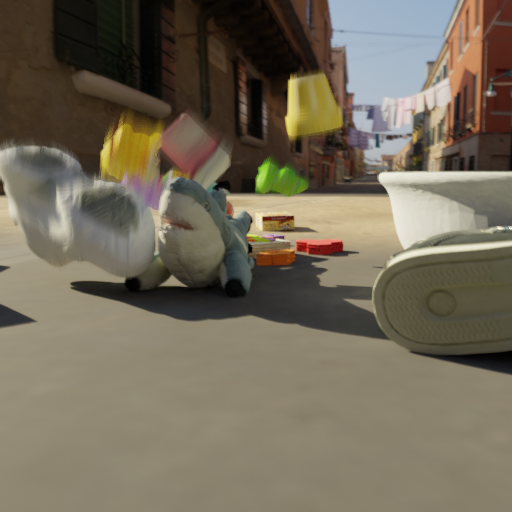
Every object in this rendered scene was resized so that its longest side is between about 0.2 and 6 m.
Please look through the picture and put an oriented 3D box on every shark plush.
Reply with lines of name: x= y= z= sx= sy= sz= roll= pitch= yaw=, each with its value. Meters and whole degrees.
shark plush: x=-0.393 y=-0.388 z=7.923 sx=1.575 sy=1.444 sz=3.467 roll=4 pitch=9 yaw=25

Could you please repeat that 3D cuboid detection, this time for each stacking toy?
stacking toy: x=-1.403 y=-1.084 z=10.545 sx=3.840 sy=0.902 sz=2.895 roll=9 pitch=-17 yaw=-32

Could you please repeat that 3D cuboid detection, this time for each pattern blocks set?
pattern blocks set: x=-0.543 y=-0.174 z=10.547 sx=3.364 sy=0.310 sz=3.828 roll=6 pitch=10 yaw=40

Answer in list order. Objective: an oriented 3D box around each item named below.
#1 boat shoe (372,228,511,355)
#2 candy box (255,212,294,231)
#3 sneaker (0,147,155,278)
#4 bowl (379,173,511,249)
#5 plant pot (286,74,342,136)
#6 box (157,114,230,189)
boat shoe: x=2.642 y=0.240 z=4.417 sx=3.245 sy=1.165 sz=1.097 roll=1 pitch=12 yaw=25
candy box: x=0.510 y=-0.995 z=15.912 sx=0.918 sy=0.440 sz=1.591 roll=-2 pitch=9 yaw=-6
sneaker: x=-2.386 y=-0.362 z=7.541 sx=2.905 sy=1.443 sz=1.132 roll=34 pitch=37 yaw=32
bowl: x=3.055 y=-0.191 z=6.301 sx=3.358 sy=1.509 sz=3.358 roll=1 pitch=8 yaw=0
plant pot: x=0.873 y=-2.398 z=8.858 sx=0.878 sy=0.826 sz=0.878 roll=-10 pitch=15 yaw=3
box: x=-0.935 y=-1.565 z=8.492 sx=0.605 sy=0.946 sz=0.515 roll=-45 pitch=-5 yaw=-5
